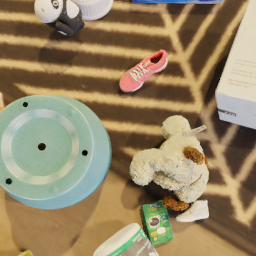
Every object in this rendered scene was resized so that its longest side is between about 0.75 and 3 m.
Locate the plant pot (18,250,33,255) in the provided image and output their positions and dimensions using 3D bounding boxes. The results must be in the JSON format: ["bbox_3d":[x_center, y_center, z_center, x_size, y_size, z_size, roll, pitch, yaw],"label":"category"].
[{"bbox_3d":[-2.978,4.281,5.783,1.937,2.196,2.196,-28,80,7],"label":"plant pot"}]

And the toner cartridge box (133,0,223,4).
[{"bbox_3d":[1.444,-4.290,8.055,2.623,0.566,1.246,1,81,1],"label":"toner cartridge box"}]

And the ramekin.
[{"bbox_3d":[-1.140,-3.876,7.925,1.442,0.672,1.442,0,79,0],"label":"ramekin"}]

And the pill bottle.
[{"bbox_3d":[0.309,3.421,6.274,1.257,1.257,2.223,-34,82,-6],"label":"pill bottle"}]

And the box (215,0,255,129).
[{"bbox_3d":[3.808,-1.340,6.453,2.735,1.797,2.750,17,80,26],"label":"box"}]

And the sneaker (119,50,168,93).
[{"bbox_3d":[0.392,-1.587,7.493,1.590,0.690,0.586,-38,82,-6],"label":"sneaker"}]

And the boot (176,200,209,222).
[{"bbox_3d":[1.567,1.999,6.866,0.973,0.358,0.465,1,84,-32],"label":"boot"}]

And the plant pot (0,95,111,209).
[{"bbox_3d":[-1.620,0.469,5.984,2.742,2.576,2.742,1,82,-8],"label":"plant pot"}]

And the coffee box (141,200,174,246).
[{"bbox_3d":[0.725,2.345,6.962,0.610,0.218,0.992,-13,80,-13],"label":"coffee box"}]

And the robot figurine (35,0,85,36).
[{"bbox_3d":[-1.716,-2.932,7.182,1.020,1.358,0.847,31,99,31],"label":"robot figurine"}]

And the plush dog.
[{"bbox_3d":[1.322,0.944,6.507,2.035,1.633,1.748,-48,127,-22],"label":"plush dog"}]

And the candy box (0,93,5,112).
[{"bbox_3d":[-4.058,-0.411,7.413,1.474,0.408,0.851,-12,79,-2],"label":"candy box"}]
